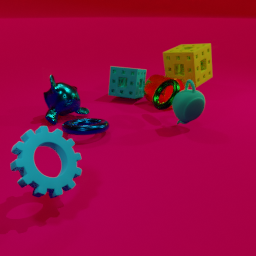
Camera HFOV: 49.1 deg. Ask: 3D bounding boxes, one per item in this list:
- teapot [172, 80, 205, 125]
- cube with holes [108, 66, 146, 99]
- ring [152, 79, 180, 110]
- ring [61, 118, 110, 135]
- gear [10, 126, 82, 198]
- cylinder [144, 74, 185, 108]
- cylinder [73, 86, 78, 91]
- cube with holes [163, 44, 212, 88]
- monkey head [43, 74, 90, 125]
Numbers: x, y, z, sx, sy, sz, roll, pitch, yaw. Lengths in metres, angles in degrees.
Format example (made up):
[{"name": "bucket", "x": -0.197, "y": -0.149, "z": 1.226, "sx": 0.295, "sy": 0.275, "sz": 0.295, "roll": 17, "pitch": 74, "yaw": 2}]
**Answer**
[{"name": "teapot", "x": 1.690, "y": -0.645, "z": 8.109, "sx": 0.973, "sy": 1.565, "sz": 0.766, "roll": -14, "pitch": 37, "yaw": -25}, {"name": "cube with holes", "x": -0.009, "y": -1.777, "z": 10.868, "sx": 1.085, "sy": 1.085, "sz": 1.085, "roll": 10, "pitch": 13, "yaw": 19}, {"name": "ring", "x": 1.193, "y": -1.054, "z": 8.822, "sx": 0.217, "sy": 1.085, "sz": 1.085, "roll": 29, "pitch": 8, "yaw": -32}, {"name": "ring", "x": -1.202, "y": -0.053, "z": 7.982, "sx": 1.359, "sy": 0.272, "sz": 1.359, "roll": -1, "pitch": 12, "yaw": 0}, {"name": "gear", "x": -1.347, "y": 0.565, "z": 4.740, "sx": 0.220, "sy": 1.192, "sz": 1.192, "roll": -30, "pitch": 1, "yaw": 40}, {"name": "cylinder", "x": 1.306, "y": -1.339, "z": 10.136, "sx": 1.067, "sy": 1.067, "sz": 1.067, "roll": -17, "pitch": 27, "yaw": -34}, {"name": "cylinder", "x": -2.113, "y": -1.066, "z": 9.809, "sx": 0.705, "sy": 0.705, "sz": 0.705, "roll": 2, "pitch": 23, "yaw": -1}, {"name": "cube with holes", "x": 2.430, "y": -2.538, "z": 11.305, "sx": 1.364, "sy": 1.364, "sz": 1.364, "roll": 12, "pitch": 33, "yaw": 41}, {"name": "monkey head", "x": -2.085, "y": -0.776, "z": 8.858, "sx": 1.070, "sy": 1.776, "sz": 1.278, "roll": -27, "pitch": 38, "yaw": 24}]
